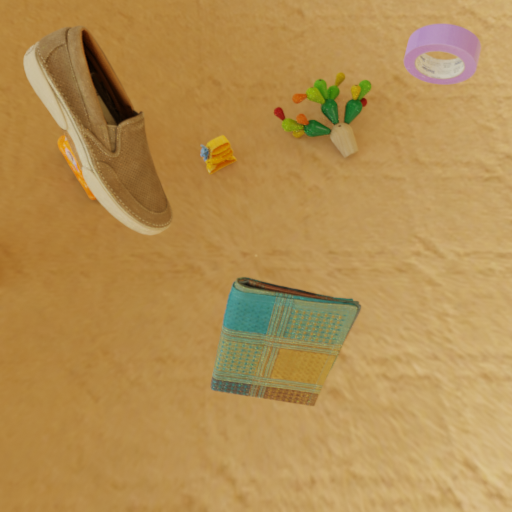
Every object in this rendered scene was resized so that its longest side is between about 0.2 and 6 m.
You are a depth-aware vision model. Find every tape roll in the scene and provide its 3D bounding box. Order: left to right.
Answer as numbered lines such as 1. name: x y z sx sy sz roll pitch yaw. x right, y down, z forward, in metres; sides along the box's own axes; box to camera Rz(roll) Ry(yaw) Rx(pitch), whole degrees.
1. tape roll: 2.320 -2.504 7.005 0.881 0.881 0.289 15 79 6

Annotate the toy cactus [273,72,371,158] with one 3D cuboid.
1. toy cactus: 1.490 -2.711 11.182 1.984 1.014 1.637 -25 89 -13

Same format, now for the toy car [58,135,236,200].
1. toy car: -2.172 -2.246 10.751 3.332 1.109 1.634 -15 69 -5

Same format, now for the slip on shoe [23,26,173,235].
1. slip on shoe: -1.822 -1.570 7.340 0.866 1.086 2.857 -19 110 26

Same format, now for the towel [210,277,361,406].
1. towel: 0.250 1.018 6.233 1.346 1.835 0.199 11 41 -4
